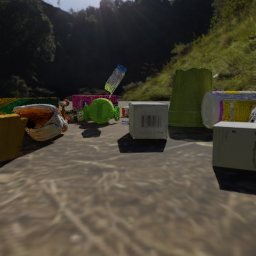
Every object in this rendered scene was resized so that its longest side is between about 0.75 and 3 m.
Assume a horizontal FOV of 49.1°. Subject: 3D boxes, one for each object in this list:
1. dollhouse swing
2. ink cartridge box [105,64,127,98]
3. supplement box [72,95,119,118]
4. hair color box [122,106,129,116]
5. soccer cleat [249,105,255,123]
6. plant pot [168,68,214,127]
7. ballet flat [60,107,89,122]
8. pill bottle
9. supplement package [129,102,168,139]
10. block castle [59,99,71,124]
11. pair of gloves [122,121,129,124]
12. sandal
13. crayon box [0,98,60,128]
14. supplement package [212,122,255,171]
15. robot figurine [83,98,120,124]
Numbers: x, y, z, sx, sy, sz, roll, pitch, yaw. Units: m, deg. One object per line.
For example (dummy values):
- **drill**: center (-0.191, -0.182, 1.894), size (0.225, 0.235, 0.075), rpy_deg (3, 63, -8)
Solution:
- **dollhouse swing**: center (-3.015, 0.148, 5.430), size (1.242, 1.284, 1.413), rpy_deg (25, 16, 19)
- **ink cartridge box**: center (-0.642, -2.146, 12.843), size (0.465, 1.372, 0.796), rpy_deg (31, -17, -1)
- **supplement box**: center (-1.867, -1.261, 16.223), size (2.466, 1.248, 1.274), rpy_deg (-5, 9, -37)
- **hair color box**: center (0.397, -1.065, 17.481), size (1.002, 0.578, 1.807), rpy_deg (2, 9, 21)
- **soccer cleat**: center (3.639, -0.097, 7.408), size (0.880, 1.092, 2.564), rpy_deg (2, 7, 15)
- **plant pot**: center (2.863, -1.386, 12.473), size (2.560, 2.432, 2.560), rpy_deg (-1, 6, 0)
- **ballet flat**: center (-2.690, -0.566, 13.611), size (2.071, 0.702, 0.780), rpy_deg (-6, 30, -8)
- **pill bottle**: center (4.375, -0.693, 10.781), size (2.780, 1.449, 1.449), rpy_deg (0, 7, -3)
- **supplement package**: center (0.603, -0.284, 9.021), size (1.058, 1.062, 1.810), rpy_deg (0, 7, -4)
- **block castle**: center (-3.438, -0.712, 12.374), size (1.704, 1.139, 0.799), rpy_deg (0, 13, 6)
- **pair of gloves**: center (0.097, -0.262, 12.828), size (0.782, 0.111, 0.973), rpy_deg (0, 6, 1)
- **sandal**: center (-2.360, 0.006, 8.275), size (1.054, 0.788, 2.751), rpy_deg (-7, -15, 5)
- **crayon box**: center (-3.522, -0.450, 9.837), size (2.221, 0.750, 2.574), rpy_deg (-3, -5, -13)
- **supplement package**: center (2.325, 0.326, 5.212), size (1.346, 0.787, 0.790), rpy_deg (3, 8, 29)
- **robot figurine**: center (-1.240, -0.815, 13.128), size (1.731, 1.141, 1.973), rpy_deg (1, 7, -2)
